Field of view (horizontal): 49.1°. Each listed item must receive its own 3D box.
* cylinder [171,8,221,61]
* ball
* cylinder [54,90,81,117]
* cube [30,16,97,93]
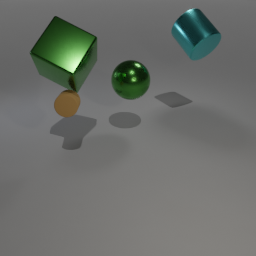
[{"bbox_3d":[2.624,-3.598,10.848,1.400,1.400,1.400,-19,67,-31],"label":"cylinder"},{"bbox_3d":[0.099,-1.707,9.997,1.400,1.400,1.400,0,28,0],"label":"ball"},{"bbox_3d":[-1.826,-0.752,8.485,0.700,0.700,0.700,-1,20,-3],"label":"cylinder"},{"bbox_3d":[-1.854,-2.153,8.449,1.400,1.400,1.400,27,74,1],"label":"cube"}]
